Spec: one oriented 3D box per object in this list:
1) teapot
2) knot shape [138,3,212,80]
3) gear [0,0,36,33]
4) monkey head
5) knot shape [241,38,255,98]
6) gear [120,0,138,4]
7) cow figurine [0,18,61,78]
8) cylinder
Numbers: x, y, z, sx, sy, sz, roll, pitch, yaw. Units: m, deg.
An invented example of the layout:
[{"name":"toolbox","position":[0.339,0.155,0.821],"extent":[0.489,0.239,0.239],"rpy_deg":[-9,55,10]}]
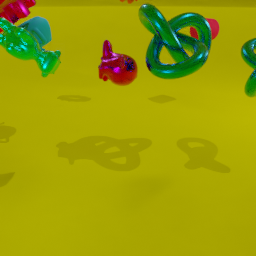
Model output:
[{"name":"teapot","position":[-2.503,-2.389,7.404],"extent":[1.061,0.836,1.707],"rpy_deg":[-39,33,-18]},{"name":"knot shape","position":[0.987,-2.070,6.393],"extent":[1.942,0.959,2.075],"rpy_deg":[43,50,2]},{"name":"gear","position":[-3.193,-2.696,6.599],"extent":[2.060,0.381,2.060],"rpy_deg":[-13,47,14]},{"name":"monkey head","position":[-0.212,-1.546,6.658],"extent":[0.906,1.082,1.504],"rpy_deg":[1,0,13]},{"name":"knot shape","position":[3.301,-1.665,6.379],"extent":[0.875,1.894,1.773],"rpy_deg":[34,34,-19]},{"name":"gear","position":[-0.022,-4.925,9.492],"extent":[1.286,1.286,0.238],"rpy_deg":[13,46,24]},{"name":"cow figurine","position":[-1.815,-1.442,5.159],"extent":[1.119,0.614,1.101],"rpy_deg":[34,2,22]},{"name":"cylinder","position":[2.763,-3.561,10.112],"extent":[0.767,0.767,0.767],"rpy_deg":[-13,28,-36]}]
